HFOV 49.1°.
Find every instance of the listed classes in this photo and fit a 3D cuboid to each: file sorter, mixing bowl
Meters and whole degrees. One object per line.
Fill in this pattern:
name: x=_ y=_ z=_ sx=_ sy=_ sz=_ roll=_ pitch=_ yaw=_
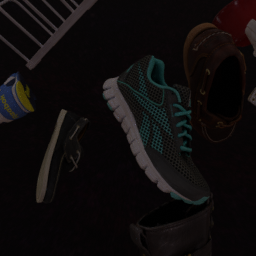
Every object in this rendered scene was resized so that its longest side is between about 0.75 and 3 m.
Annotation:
file sorter: x=-1.961 y=-3.255 z=6.988 sx=1.734 sy=2.785 sz=1.933 roll=43 pitch=35 yaw=-23
mixing bowl: x=3.204 y=-2.786 z=7.592 sx=1.589 sy=1.589 sz=0.861 roll=-16 pitch=77 yaw=-10

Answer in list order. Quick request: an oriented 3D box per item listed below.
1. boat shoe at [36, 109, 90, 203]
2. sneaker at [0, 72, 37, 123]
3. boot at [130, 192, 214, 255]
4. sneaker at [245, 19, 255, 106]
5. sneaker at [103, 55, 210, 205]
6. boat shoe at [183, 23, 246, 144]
boat shoe: x=-1.183 y=0.472 z=5.296 sx=0.732 sy=0.778 sz=2.165 roll=21 pitch=38 yaw=-13
sneaker: x=-2.229 y=-0.582 z=5.346 sx=0.763 sy=0.686 sz=1.856 roll=-33 pitch=21 yaw=-5
boot: x=1.114 y=2.063 z=4.184 sx=2.638 sy=0.913 sz=2.297 roll=-4 pitch=96 yaw=-42
sneaker: x=2.931 y=-1.160 z=5.986 sx=0.827 sy=1.297 sz=2.245 roll=-4 pitch=56 yaw=-45
sneaker: x=0.519 y=-0.092 z=3.920 sx=1.068 sy=0.908 sz=2.341 roll=-41 pitch=66 yaw=23
boat shoe: x=1.692 y=-0.508 z=5.337 sx=1.013 sy=2.878 sz=1.012 roll=-29 pitch=48 yaw=1
